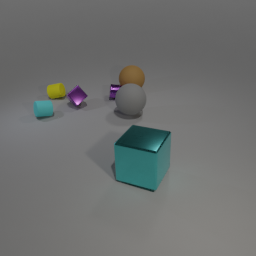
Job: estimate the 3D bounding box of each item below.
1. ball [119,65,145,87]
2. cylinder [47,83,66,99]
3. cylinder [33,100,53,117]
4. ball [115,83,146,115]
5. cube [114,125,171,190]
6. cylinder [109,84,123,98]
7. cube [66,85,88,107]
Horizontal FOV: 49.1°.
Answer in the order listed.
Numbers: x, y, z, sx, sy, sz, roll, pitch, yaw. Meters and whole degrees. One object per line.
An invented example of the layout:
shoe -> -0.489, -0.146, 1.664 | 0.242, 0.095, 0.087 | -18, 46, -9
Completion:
ball -> 0.204, -2.652, 15.021 | 1.400, 1.400, 1.400 | 0, 31, 0
cylinder -> -3.667, -1.903, 14.335 | 0.700, 0.700, 0.700 | -8, 29, 15
cylinder -> -3.826, -0.878, 12.637 | 0.700, 0.700, 0.700 | -7, 30, -33
ball -> 0.124, -1.281, 12.515 | 1.400, 1.400, 1.400 | 0, 31, 0
cube -> 0.500, 0.894, 9.003 | 1.400, 1.400, 1.400 | 10, 29, 23
cylinder -> -0.573, -1.861, 14.318 | 0.700, 0.700, 0.700 | 6, 30, -8
cube -> -2.460, -1.521, 13.397 | 0.700, 0.700, 0.700 | -45, 12, -14
